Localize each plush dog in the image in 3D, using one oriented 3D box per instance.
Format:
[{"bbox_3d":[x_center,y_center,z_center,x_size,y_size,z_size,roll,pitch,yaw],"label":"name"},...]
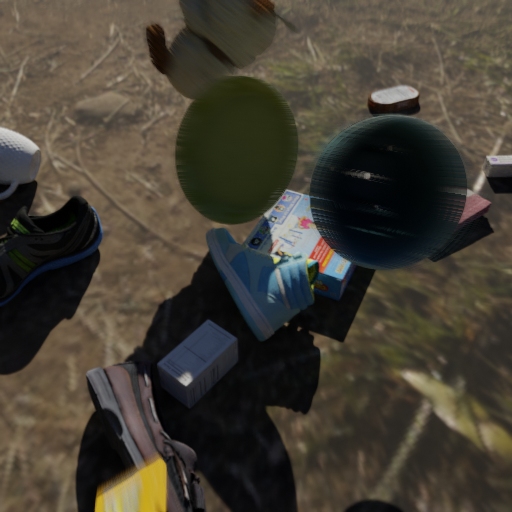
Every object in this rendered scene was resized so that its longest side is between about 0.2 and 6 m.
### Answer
[{"bbox_3d":[-0.713,-3.715,9.843,2.466,2.118,1.978,25,19,-42],"label":"plush dog"}]

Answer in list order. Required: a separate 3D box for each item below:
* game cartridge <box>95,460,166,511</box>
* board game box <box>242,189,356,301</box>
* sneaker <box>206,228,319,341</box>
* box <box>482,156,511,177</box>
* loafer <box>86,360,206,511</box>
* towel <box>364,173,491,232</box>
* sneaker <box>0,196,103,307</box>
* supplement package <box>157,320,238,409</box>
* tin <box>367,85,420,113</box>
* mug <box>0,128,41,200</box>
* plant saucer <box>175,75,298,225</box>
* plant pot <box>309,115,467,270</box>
[{"bbox_3d":[-1.195,2.370,5.271,0.779,0.126,0.686,-35,23,6],"label":"game cartridge"},{"bbox_3d":[0.923,-0.264,9.814,1.807,0.516,1.846,19,47,18],"label":"board game box"},{"bbox_3d":[0.166,0.161,8.889,1.437,0.875,2.201,-30,58,-2],"label":"sneaker"},{"bbox_3d":[5.613,-1.866,11.622,1.697,0.352,0.328,-2,43,-1],"label":"box"},{"bbox_3d":[-1.167,2.332,6.757,0.942,1.075,2.991,-20,44,-25],"label":"loafer"},{"bbox_3d":[3.100,-1.166,10.969,1.691,0.267,2.348,-27,48,-23],"label":"towel"},{"bbox_3d":[-3.922,-0.116,9.140,1.050,1.227,2.961,33,53,32],"label":"sneaker"},{"bbox_3d":[-0.809,1.512,7.910,0.590,0.568,1.037,30,51,28],"label":"supplement package"},{"bbox_3d":[3.393,-3.872,13.801,1.371,0.287,0.768,-18,51,-18],"label":"tin"},{"bbox_3d":[-5.100,-1.793,11.106,1.321,1.112,1.507,13,70,-6],"label":"mug"},{"bbox_3d":[-0.282,-1.601,8.640,2.249,2.249,0.349,29,17,27],"label":"plant saucer"},{"bbox_3d":[1.474,-0.877,6.929,1.720,1.720,1.616,1,16,1],"label":"plant pot"}]
